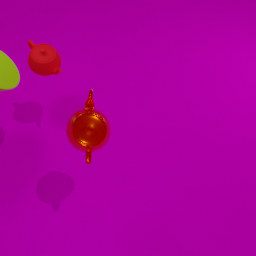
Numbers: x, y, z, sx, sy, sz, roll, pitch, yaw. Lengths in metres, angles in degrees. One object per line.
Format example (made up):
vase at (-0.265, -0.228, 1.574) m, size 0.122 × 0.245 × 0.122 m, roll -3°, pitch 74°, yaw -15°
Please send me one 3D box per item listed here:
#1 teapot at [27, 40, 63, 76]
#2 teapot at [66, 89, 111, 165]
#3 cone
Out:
teapot at (-2.226, -1.855, 7.548) m, size 0.894 × 0.704 × 1.438 m, roll -41°, pitch 78°, yaw -23°
teapot at (-0.811, -0.012, 5.867) m, size 0.962 × 0.757 × 1.546 m, roll 2°, pitch 87°, yaw -12°
cone at (-3.581, -1.127, 6.821) m, size 1.292 × 1.287 × 1.287 m, roll -34°, pitch 53°, yaw 27°
